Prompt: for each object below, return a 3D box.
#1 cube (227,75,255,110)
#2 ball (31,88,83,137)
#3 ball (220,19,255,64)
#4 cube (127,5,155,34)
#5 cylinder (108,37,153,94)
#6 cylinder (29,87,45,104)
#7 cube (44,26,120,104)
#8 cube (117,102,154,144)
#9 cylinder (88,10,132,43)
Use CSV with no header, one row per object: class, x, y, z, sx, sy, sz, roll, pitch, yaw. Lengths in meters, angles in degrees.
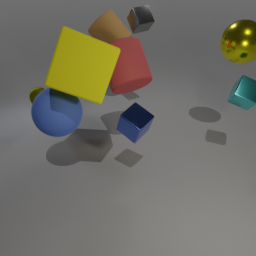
cube,3.600,-1.070,8.613,0.700,0.700,0.700,25,78,5
ball,-1.982,-0.449,7.871,1.400,1.400,1.400,0,30,0
ball,3.739,-2.799,9.149,1.400,1.400,1.400,0,30,0
cube,0.476,-4.112,10.628,0.700,0.700,0.700,-19,-3,-20
cylinder,-0.059,-2.009,9.181,1.400,1.400,1.400,-17,-6,-2
cylinder,-3.215,-1.126,10.185,0.700,0.700,0.700,-10,13,-17
cube,-1.165,-1.583,7.055,1.400,1.400,1.400,18,12,-16
cube,0.198,-0.144,7.834,0.700,0.700,0.700,38,57,14
cylinder,-0.781,-4.090,12.160,1.400,1.400,1.400,-40,9,8
